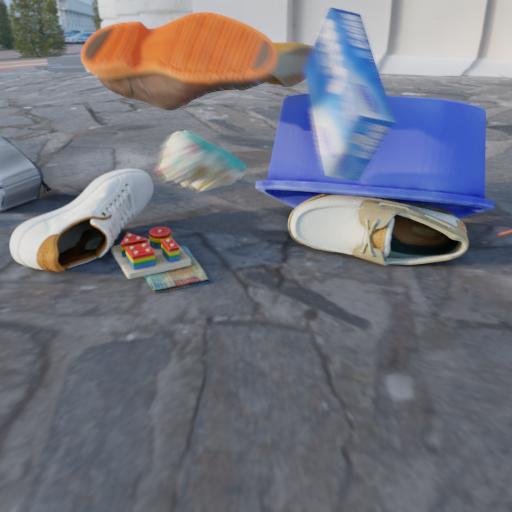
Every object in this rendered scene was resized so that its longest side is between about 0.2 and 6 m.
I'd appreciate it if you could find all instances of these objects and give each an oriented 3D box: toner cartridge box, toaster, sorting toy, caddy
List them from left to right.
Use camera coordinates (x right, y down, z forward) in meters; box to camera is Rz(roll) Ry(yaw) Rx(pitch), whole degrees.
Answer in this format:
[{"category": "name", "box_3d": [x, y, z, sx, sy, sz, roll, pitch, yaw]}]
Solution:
[{"category": "toaster", "box_3d": [-6.017, -1.849, 13.207, 1.994, 1.133, 1.288, 41, 42, 9]}, {"category": "sorting toy", "box_3d": [-1.970, -0.132, 10.361, 1.186, 0.413, 1.179, -13, 31, -25]}, {"category": "toner cartridge box", "box_3d": [1.383, -2.598, 8.873, 0.574, 1.263, 2.659, 6, 53, -15]}, {"category": "caddy", "box_3d": [2.443, -1.731, 11.721, 4.875, 2.559, 3.446, 6, 4, 9]}]

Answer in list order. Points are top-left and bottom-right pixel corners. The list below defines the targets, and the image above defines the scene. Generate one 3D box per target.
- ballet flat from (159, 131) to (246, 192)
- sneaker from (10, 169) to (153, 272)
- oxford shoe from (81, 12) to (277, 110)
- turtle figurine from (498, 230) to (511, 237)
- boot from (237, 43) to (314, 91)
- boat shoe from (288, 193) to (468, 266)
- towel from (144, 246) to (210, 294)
[{"category": "ballet flat", "box_3d": [-0.825, -1.339, 8.331, 0.862, 0.728, 2.278, 42, 11, 13]}, {"category": "sneaker", "box_3d": [-2.950, -0.628, 10.975, 1.428, 1.228, 3.372, 17, 41, 30]}, {"category": "oxford shoe", "box_3d": [-1.153, -3.092, 9.224, 3.452, 1.258, 1.231, 13, 70, 25]}, {"category": "turtle figurine", "box_3d": [5.273, 0.012, 10.292, 1.522, 0.490, 1.227, 10, 33, -9]}, {"category": "boot", "box_3d": [-0.127, -3.814, 10.359, 2.385, 0.839, 1.708, -26, 57, -37]}, {"category": "boat shoe", "box_3d": [2.287, -0.507, 10.517, 3.341, 1.248, 1.143, 1, 20, 1]}, {"category": "towel", "box_3d": [-1.558, 0.224, 10.254, 1.065, 0.158, 1.452, -11, 28, -21]}]
